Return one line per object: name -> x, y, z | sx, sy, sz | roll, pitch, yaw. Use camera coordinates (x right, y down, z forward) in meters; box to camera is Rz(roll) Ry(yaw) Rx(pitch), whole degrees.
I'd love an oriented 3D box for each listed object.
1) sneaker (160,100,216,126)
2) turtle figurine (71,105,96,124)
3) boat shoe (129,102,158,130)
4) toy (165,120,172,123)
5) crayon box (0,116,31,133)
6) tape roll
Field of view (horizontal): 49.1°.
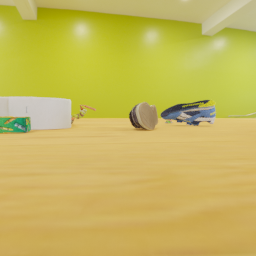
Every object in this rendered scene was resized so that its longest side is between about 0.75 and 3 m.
sneaker -> 2.446, -0.493, 11.481 | 2.334, 0.960, 0.863 | -4, 27, 31
turtle figurine -> -2.526, -0.450, 11.732 | 2.262, 0.728, 1.824 | -9, -3, -16
boat shoe -> 0.412, -0.324, 8.592 | 0.767, 0.851, 2.367 | -13, 3, 15
toy -> 2.268, -0.355, 15.524 | 0.475, 0.195, 0.825 | 1, 3, 6
crayon box -> -3.209, -0.090, 6.967 | 1.407, 0.410, 0.836 | -1, 3, -11
tape roll -> -3.267, -0.467, 9.205 | 2.794, 0.977, 2.794 | 1, 2, 0
